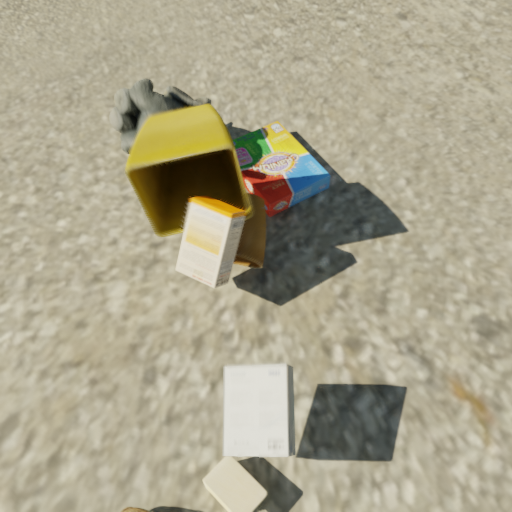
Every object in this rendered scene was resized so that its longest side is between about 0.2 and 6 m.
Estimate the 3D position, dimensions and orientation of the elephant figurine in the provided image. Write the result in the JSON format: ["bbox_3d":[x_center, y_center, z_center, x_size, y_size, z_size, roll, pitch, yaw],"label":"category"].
[{"bbox_3d":[-1.776,-3.026,12.084,2.397,1.696,1.860,-24,91,-53],"label":"elephant figurine"}]

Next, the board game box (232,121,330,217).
[{"bbox_3d":[0.397,-1.990,12.498,1.602,0.422,2.094,-28,59,-18],"label":"board game box"}]

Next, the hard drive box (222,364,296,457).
[{"bbox_3d":[0.046,2.229,8.088,0.978,0.482,1.255,-4,73,15],"label":"hard drive box"}]

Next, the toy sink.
[{"bbox_3d":[-0.302,3.574,8.518,0.867,0.486,0.565,35,62,28],"label":"toy sink"}]

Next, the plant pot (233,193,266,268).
[{"bbox_3d":[-0.302,-0.537,10.751,1.187,1.187,1.274,13,80,9],"label":"plant pot"}]

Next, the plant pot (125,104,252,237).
[{"bbox_3d":[-1.191,-1.640,10.006,1.805,1.805,1.592,-12,53,3],"label":"plant pot"}]

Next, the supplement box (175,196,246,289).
[{"bbox_3d":[-0.805,-0.252,9.851,0.883,1.402,0.515,24,20,23],"label":"supplement box"}]

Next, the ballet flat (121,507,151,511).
[{"bbox_3d":[-2.345,4.670,7.632,0.908,0.981,2.783,15,49,42],"label":"ballet flat"}]
